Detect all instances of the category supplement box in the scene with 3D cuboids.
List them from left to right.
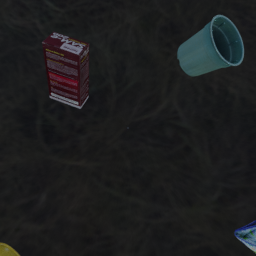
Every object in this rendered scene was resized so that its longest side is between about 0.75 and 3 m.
[{"bbox_3d":[-1.420,-1.305,6.611,0.909,1.671,0.509,20,52,7],"label":"supplement box"}]

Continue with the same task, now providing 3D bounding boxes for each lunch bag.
[{"bbox_3d":[2.516,2.078,5.070,0.761,0.895,0.570,42,53,-28],"label":"lunch bag"}]

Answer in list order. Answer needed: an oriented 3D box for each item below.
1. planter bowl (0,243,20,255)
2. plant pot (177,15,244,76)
[{"bbox_3d":[-2.411,2.984,5.427,1.359,1.359,0.566,45,38,13],"label":"planter bowl"},{"bbox_3d":[1.825,-1.771,6.428,1.151,1.127,1.151,9,74,-34],"label":"plant pot"}]
